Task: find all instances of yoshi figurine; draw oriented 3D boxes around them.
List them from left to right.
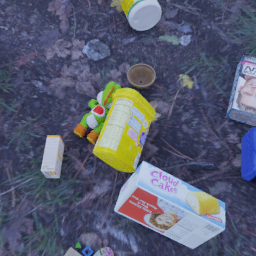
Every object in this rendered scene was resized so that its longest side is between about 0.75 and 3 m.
[{"bbox_3d":[-1.025,-0.604,11.035,1.393,1.399,2.489,17,74,53],"label":"yoshi figurine"}]

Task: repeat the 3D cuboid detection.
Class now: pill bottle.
[{"bbox_3d":[0.391,-6.209,13.407,1.607,1.607,2.850,-17,65,-8],"label":"pill bottle"}]

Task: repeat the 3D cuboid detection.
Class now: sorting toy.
[{"bbox_3d":[-1.741,4.378,8.877,0.850,0.206,1.509,30,67,18],"label":"sorting toy"}]

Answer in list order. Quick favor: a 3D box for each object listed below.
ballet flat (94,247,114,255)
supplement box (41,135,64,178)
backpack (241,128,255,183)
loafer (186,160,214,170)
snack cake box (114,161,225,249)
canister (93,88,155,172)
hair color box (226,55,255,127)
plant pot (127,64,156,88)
[{"bbox_3d":[-1.134,4.622,8.399,0.755,0.777,2.184,43,70,-1],"label":"ballet flat"},{"bbox_3d":[-2.715,1.052,10.173,0.498,0.854,1.356,2,62,0],"label":"supplement box"},{"bbox_3d":[5.335,1.044,9.601,2.322,1.948,1.887,11,70,4],"label":"backpack"},{"bbox_3d":[2.632,1.325,10.364,1.046,0.376,0.329,2,44,-5],"label":"loafer"},{"bbox_3d":[1.236,2.376,8.417,2.838,1.632,0.954,28,43,-6],"label":"snack cake box"},{"bbox_3d":[-0.092,0.115,10.126,1.092,1.874,2.524,-2,58,41],"label":"canister"},{"bbox_3d":[5.055,-1.551,11.485,1.409,0.853,2.818,17,65,8],"label":"hair color box"},{"bbox_3d":[0.558,-2.107,11.934,1.191,0.550,1.191,0,64,-1],"label":"plant pot"}]
